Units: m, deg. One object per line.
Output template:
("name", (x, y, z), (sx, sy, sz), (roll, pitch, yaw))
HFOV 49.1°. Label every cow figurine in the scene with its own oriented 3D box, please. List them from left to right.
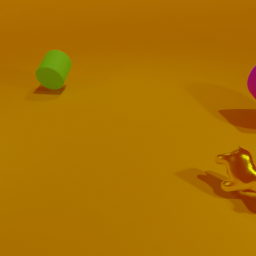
("cow figurine", (2.179, 0.847, 4.902), (1.100, 1.118, 0.614), (-18, -11, 41))

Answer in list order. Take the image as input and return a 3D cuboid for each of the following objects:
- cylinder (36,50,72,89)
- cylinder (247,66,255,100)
("cylinder", (-2.516, -1.989, 9.553), (0.968, 0.968, 0.968), (5, 50, 8))
("cylinder", (3.902, -0.981, 7.048), (1.309, 1.309, 1.309), (-2, 40, -4))
